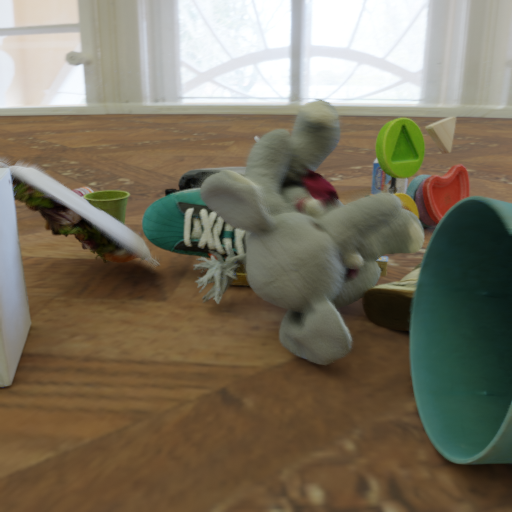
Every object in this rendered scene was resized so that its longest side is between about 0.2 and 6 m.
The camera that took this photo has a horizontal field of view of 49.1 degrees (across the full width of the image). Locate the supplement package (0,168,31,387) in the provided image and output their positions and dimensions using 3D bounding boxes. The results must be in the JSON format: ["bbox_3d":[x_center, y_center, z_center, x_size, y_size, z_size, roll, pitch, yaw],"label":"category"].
[{"bbox_3d":[-3.489,0.225,5.527,2.027,1.938,1.491,-5,19,-13],"label":"supplement package"}]

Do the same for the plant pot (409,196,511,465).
[{"bbox_3d":[2.366,0.645,4.434,1.647,2.052,2.052,7,19,-3],"label":"plant pot"}]

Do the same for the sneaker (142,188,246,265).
[{"bbox_3d":[-0.168,-0.373,7.902,2.927,1.045,1.170,3,10,-6],"label":"sneaker"}]

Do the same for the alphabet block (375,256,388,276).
[{"bbox_3d":[1.845,0.149,8.391,0.236,0.240,0.235,5,20,15],"label":"alphabet block"}]

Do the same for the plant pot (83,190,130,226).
[{"bbox_3d":[-2.672,-0.731,10.147,0.808,0.767,0.808,-1,19,0],"label":"plant pot"}]

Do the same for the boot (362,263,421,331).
[{"bbox_3d":[2.392,0.474,6.584,1.430,0.666,1.849,-22,20,-40],"label":"boot"}]

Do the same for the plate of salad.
[{"bbox_3d":[-2.483,-0.452,7.756,2.550,0.613,2.550,32,-7,4],"label":"plate of salad"}]

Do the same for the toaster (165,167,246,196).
[{"bbox_3d":[-0.367,-0.958,10.100,2.245,1.276,1.450,11,18,33],"label":"toaster"}]

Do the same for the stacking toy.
[{"bbox_3d":[2.692,-1.377,10.154,2.383,2.157,1.006,-14,12,-32],"label":"stacking toy"}]

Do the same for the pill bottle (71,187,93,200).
[{"bbox_3d":[-3.763,-1.031,11.335,0.560,0.560,1.021,10,21,26],"label":"pill bottle"}]

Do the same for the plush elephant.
[{"bbox_3d":[0.593,-0.207,6.198,2.885,2.376,2.234,-34,14,-3],"label":"plush elephant"}]

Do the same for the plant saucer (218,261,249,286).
[{"bbox_3d":[-0.079,0.209,8.161,0.982,0.238,0.982,4,19,-1],"label":"plant saucer"}]

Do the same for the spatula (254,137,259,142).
[{"bbox_3d":[0.742,-1.198,9.832,0.180,2.240,1.558,-43,16,6],"label":"spatula"}]

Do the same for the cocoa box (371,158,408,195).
[{"bbox_3d":[3.276,-1.962,13.659,0.797,0.810,1.214,6,20,16],"label":"cocoa box"}]
